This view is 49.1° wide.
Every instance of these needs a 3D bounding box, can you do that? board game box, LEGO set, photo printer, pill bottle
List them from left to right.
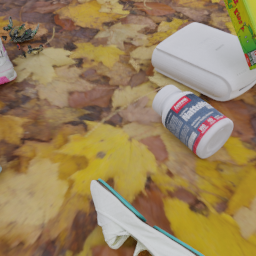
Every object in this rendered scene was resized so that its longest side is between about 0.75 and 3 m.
[{"bbox_3d":[-3.698,-3.118,9.856,1.328,0.579,2.044,-13,61,-9],"label":"LEGO set"},{"bbox_3d":[1.451,-0.233,6.673,1.075,1.075,1.797,-29,53,-24],"label":"pill bottle"},{"bbox_3d":[2.507,-2.021,8.383,2.838,0.985,2.361,34,55,28],"label":"photo printer"},{"bbox_3d":[2.970,-2.960,6.151,1.496,0.701,2.945,-22,92,-6],"label":"board game box"}]

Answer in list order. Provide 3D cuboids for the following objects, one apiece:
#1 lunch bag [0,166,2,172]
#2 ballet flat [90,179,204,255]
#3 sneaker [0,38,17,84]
[{"bbox_3d":[-3.372,0.933,6.013,0.913,0.439,1.139,29,53,24],"label":"lunch bag"},{"bbox_3d":[0.163,1.922,4.880,2.748,0.954,0.954,31,54,25],"label":"ballet flat"},{"bbox_3d":[-4.199,-2.203,8.465,1.033,1.120,2.539,-26,52,-22],"label":"sneaker"}]
